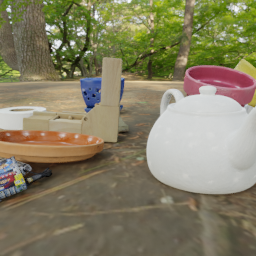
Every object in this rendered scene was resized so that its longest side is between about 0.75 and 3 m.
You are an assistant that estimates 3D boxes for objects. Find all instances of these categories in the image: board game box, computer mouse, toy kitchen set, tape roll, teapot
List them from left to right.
[{"bbox_3d":[-2.502,1.050,5.154,1.075,0.332,1.075,-20,30,-24],"label":"board game box"},{"bbox_3d":[-2.355,0.952,6.050,1.327,0.291,0.728,12,23,27],"label":"computer mouse"},{"bbox_3d":[-4.309,-0.431,11.474,1.918,0.671,1.918,0,12,0],"label":"tape roll"},{"bbox_3d":[-1.732,-1.074,9.670,2.956,2.667,2.412,4,11,-2],"label":"toy kitchen set"},{"bbox_3d":[1.627,0.068,6.120,2.679,1.957,2.644,5,13,24],"label":"teapot"}]

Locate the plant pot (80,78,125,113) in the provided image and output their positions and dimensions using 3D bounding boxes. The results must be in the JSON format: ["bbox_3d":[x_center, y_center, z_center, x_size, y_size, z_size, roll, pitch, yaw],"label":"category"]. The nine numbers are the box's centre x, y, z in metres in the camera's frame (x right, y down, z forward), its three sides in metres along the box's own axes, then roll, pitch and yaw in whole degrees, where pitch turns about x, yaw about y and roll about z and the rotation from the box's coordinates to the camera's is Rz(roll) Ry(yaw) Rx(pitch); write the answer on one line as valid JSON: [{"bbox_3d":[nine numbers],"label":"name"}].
[{"bbox_3d":[-1.235,-1.654,14.451,2.015,1.812,2.015,1,12,8],"label":"plant pot"}]

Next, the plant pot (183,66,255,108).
[{"bbox_3d":[2.873,-0.809,9.377,2.220,1.987,2.220,4,29,-2],"label":"plant pot"}]

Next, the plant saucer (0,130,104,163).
[{"bbox_3d":[-2.082,0.436,7.182,2.913,0.470,2.913,4,5,0],"label":"plant saucer"}]

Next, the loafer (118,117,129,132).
[{"bbox_3d":[-0.413,-0.168,10.659,0.556,0.501,1.469,-6,14,-26],"label":"loafer"}]

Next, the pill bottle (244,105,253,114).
[{"bbox_3d":[4.092,-0.662,11.508,1.111,1.111,2.034,-6,14,-24],"label":"pill bottle"}]

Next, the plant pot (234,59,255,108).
[{"bbox_3d":[6.739,-2.248,16.100,2.007,2.828,2.828,32,24,18],"label":"plant pot"}]
